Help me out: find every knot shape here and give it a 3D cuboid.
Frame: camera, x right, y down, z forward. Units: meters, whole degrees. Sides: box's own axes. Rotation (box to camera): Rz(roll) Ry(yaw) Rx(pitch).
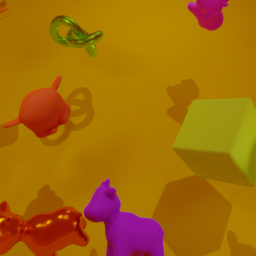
[{"bbox_3d":[-1.392,-2.651,8.354,1.653,1.547,0.764,22,96,19],"label":"knot shape"}]

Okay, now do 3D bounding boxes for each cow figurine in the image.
[{"bbox_3d":[-1.686,1.884,5.290,1.638,1.611,0.899,-26,38,1],"label":"cow figurine"},{"bbox_3d":[-0.044,1.888,5.556,1.671,0.917,1.644,7,70,-16],"label":"cow figurine"},{"bbox_3d":[2.416,-3.362,8.109,0.874,1.592,1.567,-42,45,12],"label":"cow figurine"}]

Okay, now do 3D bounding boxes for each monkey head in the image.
[{"bbox_3d":[-1.890,-0.396,6.106,1.578,0.951,1.136,-47,30,-15],"label":"monkey head"}]

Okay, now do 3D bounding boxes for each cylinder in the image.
[{"bbox_3d":[-3.375,-2.966,6.885,0.821,0.821,0.821,-27,61,-7],"label":"cylinder"}]

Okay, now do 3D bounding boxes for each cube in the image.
[{"bbox_3d":[2.092,0.301,6.275,1.380,1.380,1.380,3,57,46],"label":"cube"}]
